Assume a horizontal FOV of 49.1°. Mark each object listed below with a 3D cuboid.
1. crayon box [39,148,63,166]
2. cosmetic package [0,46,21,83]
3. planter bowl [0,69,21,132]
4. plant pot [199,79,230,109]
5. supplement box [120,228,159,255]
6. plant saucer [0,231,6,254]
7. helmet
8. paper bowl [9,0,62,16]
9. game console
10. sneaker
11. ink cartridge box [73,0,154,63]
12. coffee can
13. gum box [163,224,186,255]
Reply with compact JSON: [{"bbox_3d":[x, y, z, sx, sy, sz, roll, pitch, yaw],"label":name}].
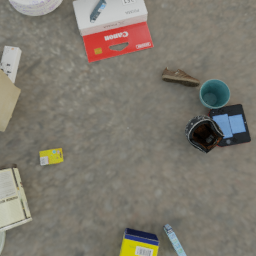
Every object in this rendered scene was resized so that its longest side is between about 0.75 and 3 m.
[{"bbox_3d":[-2.920,1.109,10.758,0.868,0.220,0.551,-9,80,-1],"label":"crayon box"},{"bbox_3d":[-4.811,-2.576,11.366,0.593,0.364,1.437,8,80,1],"label":"cosmetic package"},{"bbox_3d":[-5.084,-0.954,10.060,1.921,2.854,2.854,22,79,-23],"label":"planter bowl"},{"bbox_3d":[3.283,-1.233,10.909,1.128,0.760,1.128,0,78,0],"label":"plant pot"},{"bbox_3d":[0.245,4.743,9.595,1.194,1.187,2.181,12,80,2],"label":"supplement box"},{"bbox_3d":[-5.960,3.931,9.962,2.932,0.736,2.932,0,78,-1],"label":"plant saucer"},{"bbox_3d":[2.765,0.173,10.354,1.342,1.342,1.279,-41,70,-7],"label":"helmet"},{"bbox_3d":[-3.777,-5.745,11.488,2.414,1.256,2.414,0,80,0],"label":"paper bowl"},{"bbox_3d":[3.937,-0.093,10.897,1.373,0.241,1.552,-11,80,6],"label":"game console"},{"bbox_3d":[2.150,-2.077,11.189,1.541,0.543,0.582,12,76,1],"label":"sneaker"},{"bbox_3d":[-0.586,-4.280,11.544,2.868,0.641,2.527,-14,79,-2],"label":"ink cartridge box"},{"bbox_3d":[-4.411,2.488,9.819,1.533,1.533,2.095,-19,80,-3],"label":"coffee can"},{"bbox_3d":[1.635,3.978,9.892,0.232,0.886,1.043,-28,80,-5],"label":"gum box"}]
